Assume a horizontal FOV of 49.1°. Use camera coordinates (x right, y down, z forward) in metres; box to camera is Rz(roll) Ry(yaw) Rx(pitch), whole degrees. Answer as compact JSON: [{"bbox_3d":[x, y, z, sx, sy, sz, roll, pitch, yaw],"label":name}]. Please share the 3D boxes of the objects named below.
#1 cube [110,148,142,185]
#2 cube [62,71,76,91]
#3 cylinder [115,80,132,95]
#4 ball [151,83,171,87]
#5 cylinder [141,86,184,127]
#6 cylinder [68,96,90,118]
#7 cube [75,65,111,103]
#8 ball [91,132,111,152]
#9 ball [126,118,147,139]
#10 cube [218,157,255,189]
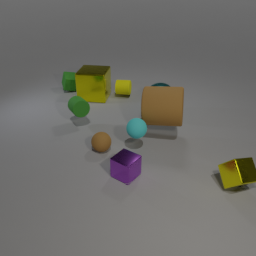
[{"bbox_3d":[-0.062,1.164,8.544,0.700,0.700,0.700,20,36,31],"label":"cube"},{"bbox_3d":[-2.949,-2.388,14.335,0.700,0.700,0.700,0,43,-25],"label":"cube"},{"bbox_3d":[-0.223,-2.007,13.768,0.700,0.700,0.700,4,30,10],"label":"cylinder"},{"bbox_3d":[1.375,-1.233,11.965,1.400,1.400,1.400,0,30,0],"label":"ball"},{"bbox_3d":[1.264,-0.781,10.049,1.400,1.400,1.400,3,30,12],"label":"cylinder"},{"bbox_3d":[-1.945,-0.849,11.058,0.700,0.700,0.700,-15,27,-24],"label":"cylinder"},{"bbox_3d":[-1.645,-2.162,13.591,1.400,1.400,1.400,4,30,8],"label":"cube"},{"bbox_3d":[-0.925,0.480,9.712,0.700,0.700,0.700,0,30,0],"label":"ball"},{"bbox_3d":[0.291,0.012,9.472,0.700,0.700,0.700,0,30,0],"label":"ball"},{"bbox_3d":[3.112,1.269,7.902,0.700,0.700,0.700,-1,69,-26],"label":"cube"}]
